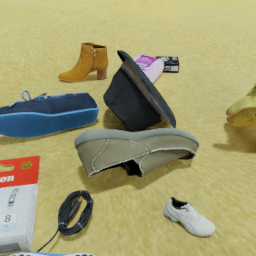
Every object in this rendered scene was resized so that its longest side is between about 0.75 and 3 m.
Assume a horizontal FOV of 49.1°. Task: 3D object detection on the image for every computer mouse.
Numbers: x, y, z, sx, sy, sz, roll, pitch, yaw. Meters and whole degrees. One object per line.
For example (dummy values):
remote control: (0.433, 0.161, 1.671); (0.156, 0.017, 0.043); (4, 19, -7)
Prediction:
computer mouse: (-1.407, 2.093, 4.489); (0.873, 0.507, 2.978); (7, 31, 27)

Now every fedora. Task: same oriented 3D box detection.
fedora: (0.099, -0.727, 7.155); (1.184, 2.593, 2.593); (-36, 42, 4)

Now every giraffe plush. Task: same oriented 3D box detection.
giraffe plush: (3.759, -0.233, 6.268); (2.183, 2.322, 2.691); (49, 20, 16)

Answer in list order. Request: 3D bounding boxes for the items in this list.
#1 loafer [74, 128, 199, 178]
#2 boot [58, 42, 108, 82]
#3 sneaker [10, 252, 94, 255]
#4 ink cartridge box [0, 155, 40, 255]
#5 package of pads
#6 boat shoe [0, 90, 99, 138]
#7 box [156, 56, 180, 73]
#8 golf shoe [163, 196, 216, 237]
loafer: (0.265, 0.608, 5.909); (2.755, 1.036, 0.959); (0, 67, -18)
boot: (-1.534, -2.224, 9.368); (1.755, 1.257, 0.618); (-3, 37, -4)
sneaker: (-0.660, 1.288, 2.524); (1.050, 0.468, 0.412); (22, 68, -24)
ink cartridge box: (-2.744, 1.282, 5.360); (1.894, 0.559, 2.367); (-6, 39, -7)
package of pads: (0.431, -1.836, 9.365); (1.029, 0.646, 1.708); (19, 41, 20)
boat shoe: (-2.136, -0.396, 7.248); (2.686, 1.130, 0.922); (-5, 54, -29)
box: (1.426, -2.325, 10.234); (0.841, 0.362, 0.689); (2, 37, 3)
golf shoe: (1.110, 1.581, 5.044); (0.984, 0.478, 0.385); (20, 40, 22)
